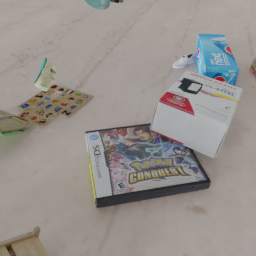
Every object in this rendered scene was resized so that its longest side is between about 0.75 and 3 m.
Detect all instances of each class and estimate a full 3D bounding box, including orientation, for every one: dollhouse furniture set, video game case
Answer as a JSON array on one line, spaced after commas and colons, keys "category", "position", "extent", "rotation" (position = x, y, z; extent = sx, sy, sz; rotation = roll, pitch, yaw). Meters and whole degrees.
[{"category": "dollhouse furniture set", "position": [-3.813, 0.245, 6.867], "extent": [1.589, 1.217, 2.425], "rotation": [23, 14, 17]}, {"category": "video game case", "position": [0.318, 0.682, 6.488], "extent": [2.427, 0.309, 2.193], "rotation": [-7, 38, -9]}, {"category": "dollhouse furniture set", "position": [-2.039, 2.417, 4.205], "extent": [2.779, 1.357, 2.370], "rotation": [-1, 28, -45]}]

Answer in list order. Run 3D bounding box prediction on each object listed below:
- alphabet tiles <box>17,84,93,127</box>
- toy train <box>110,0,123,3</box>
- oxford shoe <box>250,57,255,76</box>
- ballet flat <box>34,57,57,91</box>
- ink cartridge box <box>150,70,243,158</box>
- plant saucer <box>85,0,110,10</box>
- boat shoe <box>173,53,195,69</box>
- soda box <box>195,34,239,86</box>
[{"category": "alphabet tiles", "position": [-2.275, -0.706, 8.470], "extent": [1.654, 0.075, 1.979], "rotation": [19, 42, 22]}, {"category": "toy train", "position": [-0.391, -4.388, 7.503], "extent": [0.880, 2.066, 1.177], "rotation": [18, 17, 16]}, {"category": "oxford shoe", "position": [4.740, -2.002, 9.675], "extent": [0.583, 0.619, 1.654], "rotation": [-5, 38, -7]}, {"category": "ballet flat", "position": [-1.856, -1.225, 6.433], "extent": [0.434, 0.434, 1.250], "rotation": [-2, 37, -3]}, {"category": "ink cartridge box", "position": [1.812, -0.494, 7.150], "extent": [1.667, 0.947, 2.287], "rotation": [23, 37, 17]}, {"category": "plant saucer", "position": [-0.846, -3.166, 6.588], "extent": [0.959, 0.959, 0.172], "rotation": [28, 70, 31]}, {"category": "boat shoe", "position": [2.121, -2.593, 10.634], "extent": [1.117, 0.373, 0.411], "rotation": [-30, 47, -32]}, {"category": "soda box", "position": [3.021, -2.343, 9.841], "extent": [1.014, 0.959, 2.989], "rotation": [4, 39, 5]}]
